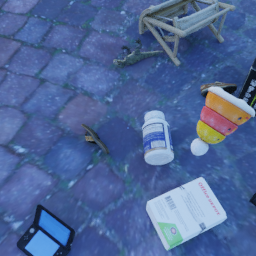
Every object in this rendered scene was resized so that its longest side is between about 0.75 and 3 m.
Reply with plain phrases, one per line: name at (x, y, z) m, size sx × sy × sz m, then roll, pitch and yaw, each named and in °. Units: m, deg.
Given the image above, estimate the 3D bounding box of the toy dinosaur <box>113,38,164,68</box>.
toy dinosaur at (0.308, -3.243, 12.027) m, size 2.319 × 0.550 × 1.022 m, roll -22°, pitch 75°, yaw -13°

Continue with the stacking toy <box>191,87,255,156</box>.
stacking toy at (2.275, -0.042, 7.364) m, size 1.331 × 1.331 × 1.822 m, roll 35°, pitch 104°, yaw 20°

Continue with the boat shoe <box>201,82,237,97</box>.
boat shoe at (3.541, -1.598, 10.998) m, size 1.428 × 0.540 × 0.527 m, roll -6°, pitch 56°, yaw -5°

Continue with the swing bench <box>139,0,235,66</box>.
swing bench at (2.401, -4.655, 12.130) m, size 2.832 × 1.847 × 2.847 m, roll -31°, pitch 63°, yaw -17°

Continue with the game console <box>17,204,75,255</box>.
game console at (-2.340, 3.117, 7.886) m, size 1.420 × 0.826 × 1.249 m, roll 30°, pitch 63°, yaw 18°

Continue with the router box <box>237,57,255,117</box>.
router box at (5.043, -2.190, 10.370) m, size 0.909 × 2.193 × 2.927 m, roll 25°, pitch 62°, yaw 17°

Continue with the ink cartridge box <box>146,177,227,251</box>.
ink cartridge box at (1.680, 2.506, 8.277) m, size 1.888 × 0.793 × 1.374 m, roll -21°, pitch 60°, yaw -12°

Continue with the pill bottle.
pill bottle at (0.978, 0.309, 9.555) m, size 0.957 × 0.957 × 1.724 m, roll -2°, pitch 58°, yaw -1°

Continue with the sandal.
sandal at (-1.217, 0.410, 9.812) m, size 0.410 × 0.614 × 1.503 m, roll -42°, pitch 73°, yaw 1°

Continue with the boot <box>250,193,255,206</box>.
boot at (4.227, 2.555, 8.380) m, size 1.576 × 0.583 × 1.292 m, roll -32°, pitch 65°, yaw -26°
